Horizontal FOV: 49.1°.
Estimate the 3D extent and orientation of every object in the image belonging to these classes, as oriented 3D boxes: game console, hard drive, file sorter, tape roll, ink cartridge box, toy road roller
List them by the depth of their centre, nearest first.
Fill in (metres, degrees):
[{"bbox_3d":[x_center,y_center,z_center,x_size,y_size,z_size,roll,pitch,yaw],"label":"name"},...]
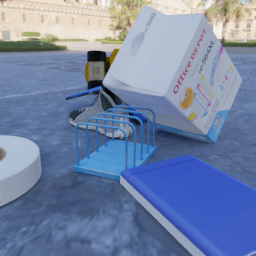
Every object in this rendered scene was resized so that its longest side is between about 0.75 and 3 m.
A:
[{"bbox_3d":[1.077,1.035,4.017,1.527,0.294,2.314,-9,20,-26],"label":"hard drive"},{"bbox_3d":[-2.740,0.710,4.782,2.440,0.446,2.440,-1,17,0],"label":"tape roll"},{"bbox_3d":[-0.177,0.201,5.527,1.100,0.972,1.585,8,19,22],"label":"file sorter"},{"bbox_3d":[0.993,-1.109,6.211,1.746,1.793,2.789,19,-9,43],"label":"ink cartridge box"},{"bbox_3d":[-0.284,-0.895,9.355,2.262,1.568,2.650,47,30,5],"label":"game console"},{"bbox_3d":[-0.517,-2.567,12.903,2.972,1.827,2.170,0,6,2],"label":"toy road roller"}]

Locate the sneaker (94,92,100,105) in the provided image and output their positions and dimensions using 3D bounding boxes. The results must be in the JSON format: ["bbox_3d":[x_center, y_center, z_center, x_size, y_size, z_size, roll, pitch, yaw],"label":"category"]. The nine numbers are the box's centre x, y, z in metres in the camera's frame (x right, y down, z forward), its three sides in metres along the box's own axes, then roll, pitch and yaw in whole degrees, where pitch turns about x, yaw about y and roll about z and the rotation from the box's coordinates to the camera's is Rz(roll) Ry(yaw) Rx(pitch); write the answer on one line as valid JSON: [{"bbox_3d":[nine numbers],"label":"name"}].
[{"bbox_3d":[-0.320,-1.039,9.792,1.768,0.651,1.043,-16,30,-35],"label":"sneaker"}]

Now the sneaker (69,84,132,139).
[{"bbox_3d":[-0.752,-0.573,7.398,2.222,1.283,0.834,15,23,38],"label":"sneaker"}]
